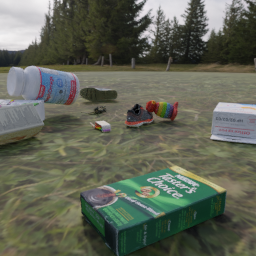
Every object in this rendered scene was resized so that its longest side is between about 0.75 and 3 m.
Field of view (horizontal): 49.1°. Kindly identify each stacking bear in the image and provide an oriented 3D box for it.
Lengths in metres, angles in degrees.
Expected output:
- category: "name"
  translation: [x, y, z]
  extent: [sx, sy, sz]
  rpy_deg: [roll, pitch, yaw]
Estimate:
- category: "stacking bear"
  translation: [1.354, -0.787, 11.557]
  extent: [1.255, 0.714, 0.762]
  rpy_deg: [15, 51, -3]

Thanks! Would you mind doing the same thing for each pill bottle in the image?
- category: "pill bottle"
  translation: [-3.653, -1.839, 12.190]
  extent: [2.783, 1.513, 1.513]
  rpy_deg: [2, 10, -40]

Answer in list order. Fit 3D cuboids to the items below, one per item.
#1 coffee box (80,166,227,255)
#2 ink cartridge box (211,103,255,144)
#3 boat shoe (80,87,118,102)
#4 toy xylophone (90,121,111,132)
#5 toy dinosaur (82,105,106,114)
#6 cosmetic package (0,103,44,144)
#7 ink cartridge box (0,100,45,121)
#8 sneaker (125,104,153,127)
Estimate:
- category: "coffee box"
  translation: [0.429, 1.234, 4.686]
  extent: [2.147, 0.472, 1.320]
  rpy_deg: [-8, 17, -30]
- category: "ink cartridge box"
  translation: [3.748, -0.250, 9.691]
  extent: [1.474, 0.869, 2.560]
  rpy_deg: [6, 16, 22]
- category: "boat shoe"
  translation: [-1.798, -2.002, 16.824]
  extent: [2.256, 0.843, 0.771]
  rpy_deg: [3, 7, -16]
- category: "toy xylophone"
  translation: [-1.014, -0.069, 10.264]
  extent: [0.677, 0.232, 0.925]
  rpy_deg: [-5, 15, -17]
- category: "toy dinosaur"
  translation: [-1.423, -0.834, 13.067]
  extent: [0.649, 0.350, 1.474]
  rpy_deg: [-7, 7, 42]
- category: "cosmetic package"
  translation: [-3.656, -0.102, 8.601]
  extent: [1.787, 0.924, 0.780]
  rpy_deg: [-15, -19, -49]
- category: "ink cartridge box"
  translation: [-4.509, -0.586, 10.956]
  extent: [2.087, 0.876, 1.511]
  rpy_deg: [0, 14, 0]
- category: "sneaker"
  translation: [0.521, -0.594, 11.176]
  extent: [0.744, 0.791, 1.932]
  rpy_deg: [6, 16, 23]
